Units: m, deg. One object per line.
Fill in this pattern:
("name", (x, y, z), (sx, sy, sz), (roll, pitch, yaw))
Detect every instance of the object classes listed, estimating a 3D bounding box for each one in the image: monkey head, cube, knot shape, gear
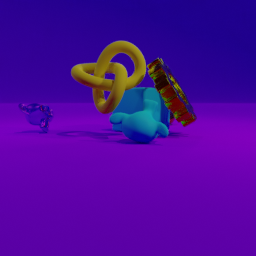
("monkey head", (-2.370, -0.237, 7.377), (0.689, 0.823, 1.144), (-10, -29, 10))
("monkey head", (0.299, -0.156, 5.602), (1.231, 0.885, 0.742), (15, 3, 21))
("cube", (0.360, -0.506, 7.667), (1.152, 1.152, 1.152), (6, 9, 42))
("knot shape", (-0.331, -1.239, 6.301), (1.569, 1.677, 0.775), (-37, -31, -3))
("gear", (1.062, -0.850, 6.653), (0.317, 1.713, 1.713), (-31, -5, 19))

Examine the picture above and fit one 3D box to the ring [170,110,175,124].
("ring", (0.719, -0.485, 10.033), (1.959, 0.392, 1.959), (5, 15, -1))
